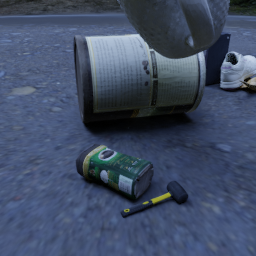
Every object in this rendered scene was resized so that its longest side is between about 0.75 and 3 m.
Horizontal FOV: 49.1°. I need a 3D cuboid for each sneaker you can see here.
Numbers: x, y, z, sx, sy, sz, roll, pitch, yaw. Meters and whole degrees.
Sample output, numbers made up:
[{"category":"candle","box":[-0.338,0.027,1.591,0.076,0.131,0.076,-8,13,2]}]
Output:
[{"category":"sneaker","box":[4.015,-2.272,9.985,0.881,1.172,2.353,8,35,40]}]

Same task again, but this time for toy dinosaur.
[{"category":"toy dinosaur","box":[4.406,-1.499,9.533,1.330,0.766,2.630,-5,14,24]}]

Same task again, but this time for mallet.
[{"category":"mallet","box":[0.440,1.182,4.388,1.123,0.231,0.370,-21,36,-27]}]

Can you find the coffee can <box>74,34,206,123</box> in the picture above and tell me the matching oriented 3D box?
[{"category":"coffee can","box":[0.177,-1.318,7.230,2.920,2.137,2.137,-6,27,-12]}]

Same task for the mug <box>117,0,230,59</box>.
[{"category":"mug","box":[0.756,-2.218,4.441,1.904,2.261,2.579,-22,37,11]}]

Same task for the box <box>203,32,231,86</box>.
[{"category":"box","box":[2.673,-2.721,10.519,1.115,1.810,1.795,-15,29,-29]}]

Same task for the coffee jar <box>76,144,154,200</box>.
[{"category":"coffee jar","box":[-0.258,0.715,4.889,1.300,0.555,0.678,17,32,30]}]
